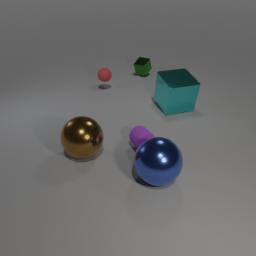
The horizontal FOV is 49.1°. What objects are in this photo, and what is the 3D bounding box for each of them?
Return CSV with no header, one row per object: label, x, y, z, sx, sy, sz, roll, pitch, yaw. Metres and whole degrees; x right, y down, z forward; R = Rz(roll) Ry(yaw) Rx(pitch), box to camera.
ball,-1.163,-2.655,13.995,0.700,0.700,0.700,0,31,0
cube,0.837,-3.496,15.846,0.700,0.700,0.700,18,57,30
cylinder,0.491,0.357,9.573,0.700,0.700,0.700,-11,26,-18
ball,-1.496,0.308,9.165,1.400,1.400,1.400,0,31,0
cube,2.082,-1.602,12.196,1.400,1.400,1.400,-10,42,-16
ball,0.874,0.955,8.063,1.400,1.400,1.400,0,31,0
